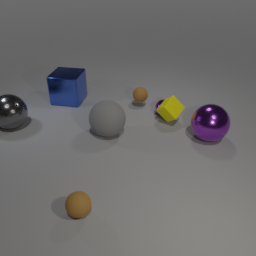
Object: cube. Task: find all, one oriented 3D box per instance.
[{"bbox_3d":[1.725,-0.775,11.402,0.700,0.700,0.700,-50,11,-21],"label":"cube"},{"bbox_3d":[-2.822,-1.951,13.188,1.400,1.400,1.400,6,32,9],"label":"cube"}]

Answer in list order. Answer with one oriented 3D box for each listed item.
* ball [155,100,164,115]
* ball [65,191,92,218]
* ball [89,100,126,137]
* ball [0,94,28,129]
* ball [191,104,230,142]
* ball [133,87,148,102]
[{"bbox_3d":[1.535,-0.885,12.149,0.700,0.700,0.700,0,32,0],"label":"ball"},{"bbox_3d":[-1.325,2.036,7.464,0.700,0.700,0.700,0,32,0],"label":"ball"},{"bbox_3d":[-0.783,-0.365,10.641,1.400,1.400,1.400,0,32,0],"label":"ball"},{"bbox_3d":[-4.716,-0.645,11.130,1.400,1.400,1.400,0,32,0],"label":"ball"},{"bbox_3d":[3.041,-0.187,10.344,1.400,1.400,1.400,0,32,0],"label":"ball"},{"bbox_3d":[0.566,-1.522,12.759,0.700,0.700,0.700,0,32,0],"label":"ball"}]
